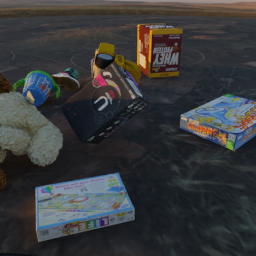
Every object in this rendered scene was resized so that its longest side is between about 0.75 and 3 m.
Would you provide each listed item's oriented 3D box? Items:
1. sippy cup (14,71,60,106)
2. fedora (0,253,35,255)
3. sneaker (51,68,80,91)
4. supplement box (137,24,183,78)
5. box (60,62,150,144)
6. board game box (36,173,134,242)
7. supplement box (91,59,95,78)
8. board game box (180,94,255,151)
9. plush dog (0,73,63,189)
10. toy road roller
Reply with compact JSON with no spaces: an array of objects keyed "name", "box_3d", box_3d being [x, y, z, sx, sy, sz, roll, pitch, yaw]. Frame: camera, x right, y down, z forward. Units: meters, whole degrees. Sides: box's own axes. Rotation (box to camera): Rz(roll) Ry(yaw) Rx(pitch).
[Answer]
[{"name":"sippy cup","box_3d":[-3.604,-1.488,11.075,1.558,1.224,1.142,-20,34,15]},{"name":"fedora","box_3d":[-1.699,2.209,3.530,2.061,0.941,2.061,3,-16,1]},{"name":"sneaker","box_3d":[-2.608,-2.277,12.997,1.811,0.757,1.093,20,42,36]},{"name":"supplement box","box_3d":[1.582,-4.135,14.785,1.596,2.370,2.403,-6,28,-12]},{"name":"box","box_3d":[-0.629,-0.617,7.745,1.238,2.026,1.074,56,16,16]},{"name":"board game box","box_3d":[-0.937,1.568,5.847,1.866,0.319,1.254,-8,28,-14]},{"name":"supplement box","box_3d":[-1.015,-3.020,14.233,1.633,0.889,0.497,2,27,5]},{"name":"board game box","box_3d":[3.425,-0.329,9.352,2.946,0.508,1.994,-23,35,-38]},{"name":"plush dog","box_3d":[-3.481,0.211,6.982,2.866,2.300,2.462,20,58,35]},{"name":"toy road roller","box_3d":[-0.541,-2.516,12.497,2.015,1.696,2.761,9,31,-9]}]
